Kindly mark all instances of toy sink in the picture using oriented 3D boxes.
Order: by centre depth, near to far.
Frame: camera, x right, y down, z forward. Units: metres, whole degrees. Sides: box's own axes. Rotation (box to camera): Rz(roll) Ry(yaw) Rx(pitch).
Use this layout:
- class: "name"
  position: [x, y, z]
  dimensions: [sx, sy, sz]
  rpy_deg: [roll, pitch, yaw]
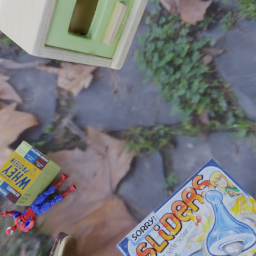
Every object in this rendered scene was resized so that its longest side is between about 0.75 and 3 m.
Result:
- class: "toy sink"
  position: [-0.709, -2.233, 5.280]
  dimensions: [1.516, 2.706, 1.764]
  rpy_deg: [39, 115, 31]

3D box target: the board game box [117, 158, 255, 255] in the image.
- class: "board game box"
  position: [0.656, 0.999, 2.620]
  dimensions: [1.281, 0.221, 0.867]
  rpy_deg: [-37, 71, -21]

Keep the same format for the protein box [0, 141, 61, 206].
- class: "protein box"
  position: [-2.419, 1.138, 6.784]
  dimensions: [0.815, 1.200, 1.209]
  rpy_deg: [34, 76, 9]

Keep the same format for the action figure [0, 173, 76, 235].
- class: "action figure"
  position: [-2.220, 1.888, 6.736]
  dimensions: [1.927, 0.954, 0.629]
  rpy_deg: [-41, 77, -9]

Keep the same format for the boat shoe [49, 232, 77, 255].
- class: "boat shoe"
  position: [-1.726, 3.230, 6.580]
  dimensions: [0.555, 0.556, 1.542]
  rpy_deg: [14, 83, 36]
